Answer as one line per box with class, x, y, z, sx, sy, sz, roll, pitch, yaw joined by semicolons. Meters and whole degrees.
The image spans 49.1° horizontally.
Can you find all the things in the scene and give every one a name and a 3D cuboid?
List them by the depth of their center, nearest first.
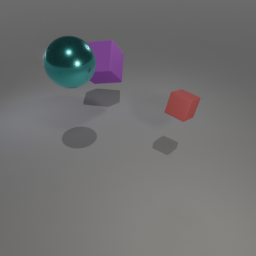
ball;-1.579;-1.782;7.642;1.400;1.400;1.400;0;32;0
cube;1.655;-0.695;8.498;0.700;0.700;0.700;30;30;27
cube;-1.102;-2.835;12.236;1.400;1.400;1.400;0;-10;19
